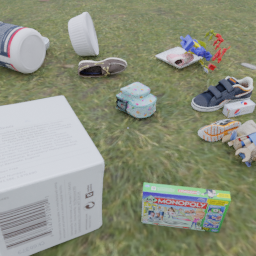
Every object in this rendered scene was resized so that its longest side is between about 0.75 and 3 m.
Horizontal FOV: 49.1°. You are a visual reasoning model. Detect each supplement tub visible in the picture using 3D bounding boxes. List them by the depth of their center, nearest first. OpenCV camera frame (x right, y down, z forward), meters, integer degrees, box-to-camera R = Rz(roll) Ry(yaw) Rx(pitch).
[{"bbox_3d":[-5.515,-3.793,13.012,2.858,2.006,2.006,19,43,20],"label":"supplement tub"}]

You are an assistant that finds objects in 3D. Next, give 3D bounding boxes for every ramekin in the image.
[{"bbox_3d":[-2.229,-4.597,14.033,0.993,2.133,2.133,-11,39,7],"label":"ramekin"}]

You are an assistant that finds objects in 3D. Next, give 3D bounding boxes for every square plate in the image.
[{"bbox_3d":[2.543,-3.496,14.034,1.699,0.244,1.715,-28,47,-29],"label":"square plate"}]

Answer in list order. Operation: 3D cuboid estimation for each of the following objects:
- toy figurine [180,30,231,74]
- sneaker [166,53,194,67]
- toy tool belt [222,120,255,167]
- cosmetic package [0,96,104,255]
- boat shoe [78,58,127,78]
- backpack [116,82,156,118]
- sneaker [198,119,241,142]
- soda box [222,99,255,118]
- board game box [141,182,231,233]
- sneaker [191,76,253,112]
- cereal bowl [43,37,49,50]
[{"bbox_3d":[3.222,-4.039,13.131,1.783,1.569,2.975,23,33,-20],"label":"toy figurine"},{"bbox_3d":[2.599,-3.182,13.215,1.480,0.557,0.774,-5,39,-24],"label":"sneaker"},{"bbox_3d":[3.675,0.661,8.594,1.114,1.132,1.813,-27,36,14],"label":"toy tool belt"},{"bbox_3d":[-2.207,1.036,6.811,2.363,2.361,2.864,-13,42,-24],"label":"cosmetic package"},{"bbox_3d":[-1.159,-2.660,12.636,2.240,0.805,0.667,-1,46,4],"label":"boat shoe"},{"bbox_3d":[0.374,-1.023,10.466,1.219,1.063,1.386,-28,52,-37],"label":"backpack"},{"bbox_3d":[3.071,0.039,9.610,1.543,0.604,0.596,-9,25,-14],"label":"sneaker"},{"bbox_3d":[4.201,-0.740,10.605,1.156,0.394,0.368,-12,41,-14],"label":"soda box"},{"bbox_3d":[1.306,1.919,6.704,1.944,1.308,0.283,5,40,6],"label":"board game box"},{"bbox_3d":[3.695,-1.418,10.963,2.570,1.021,1.008,-14,43,-15],"label":"sneaker"},{"bbox_3d":[-4.800,-4.275,14.705,1.386,0.577,1.386,0,40,0],"label":"cereal bowl"}]
